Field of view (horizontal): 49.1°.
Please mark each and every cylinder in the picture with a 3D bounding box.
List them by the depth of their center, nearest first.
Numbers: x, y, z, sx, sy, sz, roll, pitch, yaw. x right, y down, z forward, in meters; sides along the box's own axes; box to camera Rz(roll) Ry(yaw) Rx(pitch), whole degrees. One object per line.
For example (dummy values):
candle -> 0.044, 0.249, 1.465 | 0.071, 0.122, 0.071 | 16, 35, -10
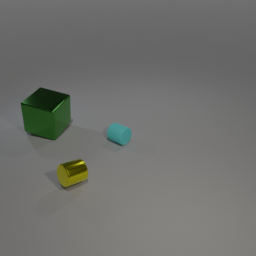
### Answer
cylinder -> -1.692, 1.356, 8.533 | 0.700, 0.700, 0.700 | -13, 30, -41
cylinder -> -0.334, 0.225, 10.883 | 0.700, 0.700, 0.700 | 22, 36, 34

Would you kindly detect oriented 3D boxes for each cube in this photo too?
cube -> -3.256, -0.596, 11.321 | 1.400, 1.400, 1.400 | 15, 38, 11
